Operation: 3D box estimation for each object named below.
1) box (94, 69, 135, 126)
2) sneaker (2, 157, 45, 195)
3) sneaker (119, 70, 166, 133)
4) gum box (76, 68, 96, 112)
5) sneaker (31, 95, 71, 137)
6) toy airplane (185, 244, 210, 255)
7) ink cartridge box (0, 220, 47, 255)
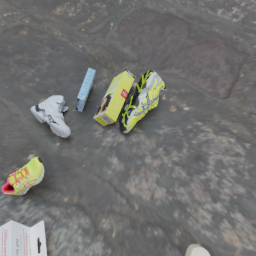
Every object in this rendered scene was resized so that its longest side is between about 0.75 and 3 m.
[{"bbox_3d":[-0.386,-0.951,8.559,0.452,0.679,1.805,39,55,-25],"label":"box"},{"bbox_3d":[-2.554,1.215,6.779,1.388,0.627,0.542,-47,61,22],"label":"sneaker"},{"bbox_3d":[0.453,-0.688,8.191,0.766,0.756,2.005,32,87,-22],"label":"sneaker"},{"bbox_3d":[-1.295,-1.143,8.514,0.236,0.899,1.058,20,67,-7],"label":"gum box"},{"bbox_3d":[-2.060,-0.420,8.243,1.628,0.612,0.936,31,64,30],"label":"sneaker"},{"bbox_3d":[0.850,3.854,4.852,2.721,1.928,2.733,-32,85,-1],"label":"toy airplane"},{"bbox_3d":[-2.662,2.726,5.879,1.877,0.632,1.099,-31,47,8],"label":"ink cartridge box"}]
